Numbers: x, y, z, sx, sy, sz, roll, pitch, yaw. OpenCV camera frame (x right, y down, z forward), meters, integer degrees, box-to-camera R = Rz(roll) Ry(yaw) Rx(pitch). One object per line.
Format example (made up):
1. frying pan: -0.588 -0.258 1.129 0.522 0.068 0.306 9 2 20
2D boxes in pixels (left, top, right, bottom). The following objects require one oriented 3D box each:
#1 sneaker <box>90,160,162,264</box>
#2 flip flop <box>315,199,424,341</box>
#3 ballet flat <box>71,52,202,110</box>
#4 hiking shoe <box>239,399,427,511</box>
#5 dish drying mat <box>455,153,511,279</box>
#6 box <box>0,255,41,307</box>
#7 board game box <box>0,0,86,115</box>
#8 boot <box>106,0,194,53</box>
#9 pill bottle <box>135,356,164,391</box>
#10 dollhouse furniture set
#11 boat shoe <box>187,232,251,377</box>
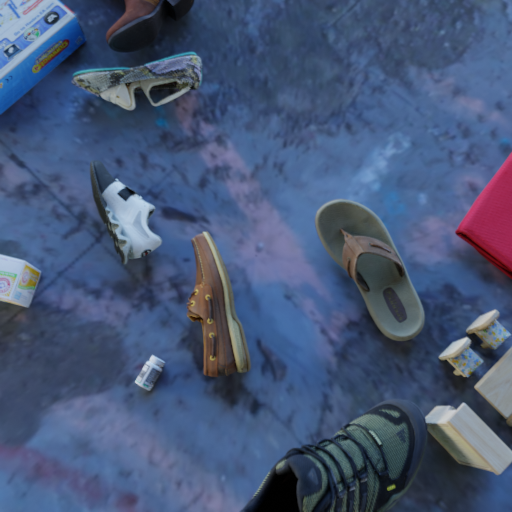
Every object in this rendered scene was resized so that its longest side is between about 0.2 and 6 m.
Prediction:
1. sneaker: -2.290 -0.857 9.832 0.883 0.739 1.994 -21 76 -22
2. flip flop: 1.921 0.192 9.337 1.083 0.769 2.671 -28 80 7
3. ballet flat: -2.170 -3.156 10.378 2.422 0.871 0.871 -10 75 -2
4. hiking shoe: 1.106 3.229 7.953 3.450 1.737 1.307 -38 57 -10
5. dish drying mat: 5.407 -1.521 10.121 1.654 0.392 4.306 39 77 7
6. box: -4.462 0.334 9.404 1.337 0.752 0.678 14 75 3
7. board game box: -5.193 -4.267 10.677 2.650 0.756 2.707 42 79 11
8. boot: -2.656 -5.190 10.949 2.187 0.749 2.059 43 79 11
9. pill bottle: -1.735 1.920 9.200 0.289 0.289 0.511 29 78 8
10. dollhouse furniture set: 3.755 2.133 8.547 2.158 1.433 1.891 -42 78 -10
11. boat shoe: -0.761 0.789 9.214 0.824 0.878 2.440 -14 77 -6
